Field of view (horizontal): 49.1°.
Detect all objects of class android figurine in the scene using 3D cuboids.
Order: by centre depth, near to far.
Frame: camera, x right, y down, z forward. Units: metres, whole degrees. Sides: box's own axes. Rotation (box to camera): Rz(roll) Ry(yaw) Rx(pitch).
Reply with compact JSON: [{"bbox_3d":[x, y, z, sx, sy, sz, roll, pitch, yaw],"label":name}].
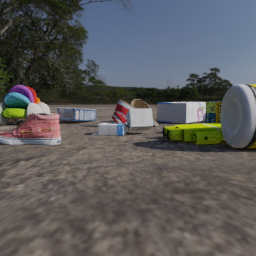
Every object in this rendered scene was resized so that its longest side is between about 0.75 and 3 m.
[{"bbox_3d":[2.089,0.132,8.081,2.072,0.426,1.886,-1,6,-5],"label":"android figurine"}]

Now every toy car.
[{"bbox_3d":[-4.886,-1.087,13.009,2.087,1.789,2.385,1,7,4],"label":"toy car"}]

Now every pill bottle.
[{"bbox_3d":[3.811,-0.274,6.748,2.740,1.525,1.525,0,6,-5],"label":"pill bottle"}]

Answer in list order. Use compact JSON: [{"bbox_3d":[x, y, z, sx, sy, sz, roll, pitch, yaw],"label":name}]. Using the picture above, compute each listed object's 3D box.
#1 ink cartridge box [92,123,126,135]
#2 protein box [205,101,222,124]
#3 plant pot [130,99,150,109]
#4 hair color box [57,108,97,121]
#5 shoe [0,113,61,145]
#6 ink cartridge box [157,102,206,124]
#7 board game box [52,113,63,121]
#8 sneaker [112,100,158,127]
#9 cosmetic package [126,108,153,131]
[{"bbox_3d":[-0.621,0.034,9.314,1.060,0.353,0.614,1,6,9],"label":"ink cartridge box"},{"bbox_3d":[3.614,-0.341,9.267,1.612,1.096,1.624,5,8,37],"label":"protein box"},{"bbox_3d":[0.469,-0.774,14.253,1.166,1.166,0.783,-5,-27,-38],"label":"plant pot"},{"bbox_3d":[-2.500,-0.664,13.976,1.023,0.619,2.046,3,3,23],"label":"hair color box"},{"bbox_3d":[-2.653,0.002,7.430,1.786,0.812,0.638,1,6,7],"label":"shoe"},{"bbox_3d":[2.847,-0.813,14.113,1.722,1.009,2.383,5,7,43],"label":"ink cartridge box"},{"bbox_3d":[-4.442,-0.590,15.167,1.963,0.340,1.239,-2,7,-16],"label":"board game box"},{"bbox_3d":[0.235,-0.280,11.684,1.893,1.065,0.674,30,3,-3],"label":"sneaker"},{"bbox_3d":[0.383,-0.269,9.339,0.754,0.622,0.621,-2,-12,-12],"label":"cosmetic package"}]
